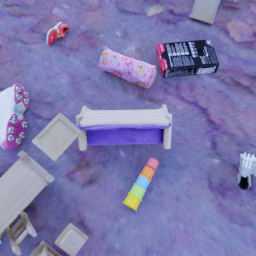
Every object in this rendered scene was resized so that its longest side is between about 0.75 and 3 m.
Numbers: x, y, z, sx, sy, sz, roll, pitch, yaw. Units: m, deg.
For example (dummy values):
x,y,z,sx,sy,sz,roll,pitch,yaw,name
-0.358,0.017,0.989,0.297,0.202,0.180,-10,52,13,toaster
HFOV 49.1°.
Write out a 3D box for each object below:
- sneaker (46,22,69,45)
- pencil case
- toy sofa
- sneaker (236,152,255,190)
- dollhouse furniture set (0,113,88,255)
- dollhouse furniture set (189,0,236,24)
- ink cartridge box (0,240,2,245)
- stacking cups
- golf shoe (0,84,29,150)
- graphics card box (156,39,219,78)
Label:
x,y,z,sx,sy,sz,roll,pitch,yaw,name
-2.316,-3.117,9.276,0.435,0.394,1.024,27,65,9,sneaker
-0.025,-1.797,8.357,1.736,0.759,0.759,24,64,14,pencil case
-0.086,0.063,6.944,2.297,0.951,1.121,-1,27,0,toy sofa
2.805,1.088,6.600,0.502,1.338,0.773,12,79,36,sneaker
-1.600,1.574,6.307,2.426,1.525,2.743,43,73,-6,dollhouse furniture set
2.969,-4.706,9.939,1.699,1.288,1.939,23,42,12,dollhouse furniture set
-3.256,2.416,6.370,0.386,0.182,0.822,-37,67,-19,ink cartridge box
0.374,1.331,6.738,0.392,0.392,1.295,29,72,15,stacking cups
-3.264,-0.263,7.627,0.896,0.738,1.958,-11,59,14,golf shoe
1.829,-2.178,8.720,1.743,0.443,1.094,-7,61,-2,graphics card box
